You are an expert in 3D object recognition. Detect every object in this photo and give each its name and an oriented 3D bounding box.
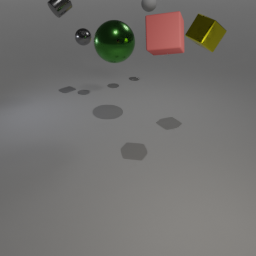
[{"bbox_3d":[0.788,-1.950,5.870,0.700,0.700,0.700,0,6,17],"label":"cube"},{"bbox_3d":[0.951,-5.652,12.711,0.700,0.700,0.700,0,29,0],"label":"ball"},{"bbox_3d":[-0.457,-2.915,9.498,1.400,1.400,1.400,0,29,0],"label":"ball"},{"bbox_3d":[2.232,-2.723,8.042,0.700,0.700,0.700,14,24,-45],"label":"cube"},{"bbox_3d":[-2.679,-4.854,11.041,0.700,0.700,0.700,-44,42,-9],"label":"cylinder"},{"bbox_3d":[-1.895,-3.853,11.852,0.700,0.700,0.700,0,29,0],"label":"ball"}]
